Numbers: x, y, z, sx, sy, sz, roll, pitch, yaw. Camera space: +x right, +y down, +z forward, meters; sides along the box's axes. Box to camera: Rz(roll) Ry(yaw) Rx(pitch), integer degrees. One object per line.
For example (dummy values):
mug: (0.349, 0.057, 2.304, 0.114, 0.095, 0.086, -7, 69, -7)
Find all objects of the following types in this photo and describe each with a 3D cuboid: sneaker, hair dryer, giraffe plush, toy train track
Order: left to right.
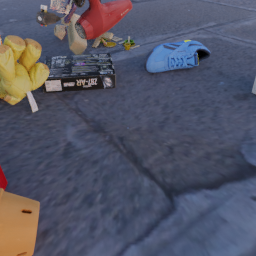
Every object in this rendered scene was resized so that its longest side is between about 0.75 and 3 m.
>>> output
giraffe plush: (-3.540, -1.502, 8.228, 1.728, 2.132, 1.839, 1, 9, 30)
hair dryer: (-0.917, -3.507, 7.734, 2.924, 2.227, 0.794, -9, 50, -51)
toy train track: (-1.471, -4.187, 12.792, 2.288, 0.372, 1.312, 21, 79, 39)
sneaker: (1.861, -2.576, 10.215, 2.763, 0.911, 1.083, -22, 41, -28)

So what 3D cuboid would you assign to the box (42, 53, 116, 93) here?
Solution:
box: (-1.689, -1.968, 9.705, 2.384, 0.519, 1.910, -5, 36, -7)

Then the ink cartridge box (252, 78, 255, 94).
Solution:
ink cartridge box: (4.831, -1.212, 8.547, 1.157, 0.655, 1.578, -22, 41, -27)

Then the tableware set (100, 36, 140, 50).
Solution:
tableware set: (-0.472, -3.890, 12.580, 1.231, 0.280, 1.828, -28, 45, -33)

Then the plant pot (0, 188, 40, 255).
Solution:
plant pot: (-1.883, 1.567, 4.412, 0.844, 1.205, 1.205, 9, 33, -18)

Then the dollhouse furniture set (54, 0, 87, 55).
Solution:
dollhouse furniture set: (-1.908, -3.855, 12.375, 1.944, 2.170, 2.738, 10, 55, -35)

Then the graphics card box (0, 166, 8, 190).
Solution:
graphics card box: (-3.893, 0.488, 5.227, 2.863, 1.796, 0.728, 6, 39, 10)

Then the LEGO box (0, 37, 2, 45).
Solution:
LEGO box: (-5.186, -3.069, 9.887, 1.085, 2.094, 2.812, -12, 37, -15)
